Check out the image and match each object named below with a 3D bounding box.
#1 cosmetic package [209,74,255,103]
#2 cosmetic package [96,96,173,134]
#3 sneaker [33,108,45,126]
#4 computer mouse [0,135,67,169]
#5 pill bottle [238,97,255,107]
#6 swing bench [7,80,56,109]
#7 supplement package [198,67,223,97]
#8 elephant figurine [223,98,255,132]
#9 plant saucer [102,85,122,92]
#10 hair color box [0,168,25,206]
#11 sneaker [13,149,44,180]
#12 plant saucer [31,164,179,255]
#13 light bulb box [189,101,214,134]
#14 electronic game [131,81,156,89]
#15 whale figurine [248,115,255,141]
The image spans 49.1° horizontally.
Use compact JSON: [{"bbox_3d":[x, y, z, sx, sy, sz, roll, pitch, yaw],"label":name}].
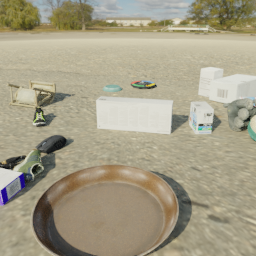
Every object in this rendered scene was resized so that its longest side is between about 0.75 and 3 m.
[{"bbox_3d":[5.377,-1.973,13.959,2.569,1.042,1.450,-21,29,-39],"label":"cosmetic package"},{"bbox_3d":[0.245,-0.494,10.319,2.739,1.131,0.694,5,21,11],"label":"cosmetic package"},{"bbox_3d":[-3.528,-0.472,10.996,0.467,0.539,1.302,-8,24,-18],"label":"sneaker"},{"bbox_3d":[-2.818,0.647,8.503,0.667,0.387,2.275,17,28,33],"label":"computer mouse"},{"bbox_3d":[5.480,-1.128,12.592,0.991,0.539,0.539,3,23,7],"label":"pill bottle"},{"bbox_3d":[-4.512,-1.627,13.245,1.581,1.031,1.589,9,19,23],"label":"swing bench"},{"bbox_3d":[4.270,-2.365,14.463,0.842,1.389,0.832,-16,28,-37],"label":"supplement package"},{"bbox_3d":[4.729,-0.386,10.237,1.936,1.502,1.370,7,-22,-10],"label":"elephant figurine"},{"bbox_3d":[-0.882,-2.262,15.782,1.118,0.201,1.118,0,22,0],"label":"plant saucer"},{"bbox_3d":[-3.347,1.326,6.757,1.449,0.470,0.792,10,25,18],"label":"hair color box"},{"bbox_3d":[-2.538,1.027,7.593,0.596,0.445,1.328,11,23,5],"label":"sneaker"},{"bbox_3d":[-0.446,1.696,5.720,2.901,0.465,2.901,-1,24,1],"label":"plant saucer"},{"bbox_3d":[2.662,-0.380,10.230,0.593,0.951,0.942,-1,22,-3],"label":"light bulb box"},{"bbox_3d":[0.877,-2.547,16.328,1.460,0.304,1.460,0,23,0],"label":"electronic game"},{"bbox_3d":[4.741,0.199,9.306,1.544,0.801,1.228,27,49,8],"label":"whale figurine"}]
